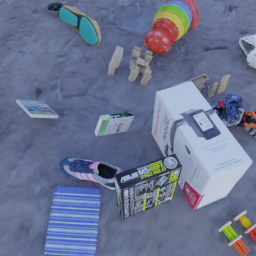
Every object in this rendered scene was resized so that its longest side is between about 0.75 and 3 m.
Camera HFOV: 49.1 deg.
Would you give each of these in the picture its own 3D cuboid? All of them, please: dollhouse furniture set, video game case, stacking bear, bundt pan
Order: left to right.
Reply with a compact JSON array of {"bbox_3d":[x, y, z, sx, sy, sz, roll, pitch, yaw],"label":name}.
[{"bbox_3d":[-3.039,-0.632,9.423,0.981,0.119,1.078,39,21,30],"label":"video game case"},{"bbox_3d":[-3.476,-5.732,13.548,0.876,0.329,0.876,0,55,0],"label":"bundt pan"},{"bbox_3d":[0.093,-2.389,10.946,1.526,0.993,1.402,16,53,-15],"label":"dollhouse furniture set"},{"bbox_3d":[1.698,-4.226,11.784,1.716,1.607,2.826,24,62,17],"label":"stacking bear"},{"bbox_3d":[2.970,-1.804,10.350,0.968,0.829,1.017,-24,57,-16],"label":"dollhouse furniture set"}]

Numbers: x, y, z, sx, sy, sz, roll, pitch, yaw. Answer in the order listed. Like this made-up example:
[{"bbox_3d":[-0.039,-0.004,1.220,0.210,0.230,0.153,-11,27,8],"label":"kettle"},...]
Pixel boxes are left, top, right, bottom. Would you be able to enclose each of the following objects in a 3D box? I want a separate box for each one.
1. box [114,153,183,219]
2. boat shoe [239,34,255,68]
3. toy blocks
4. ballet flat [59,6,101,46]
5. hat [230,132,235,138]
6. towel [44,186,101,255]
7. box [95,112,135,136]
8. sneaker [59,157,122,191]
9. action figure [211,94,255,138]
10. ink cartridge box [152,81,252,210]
[{"bbox_3d":[0.485,1.556,7.182,1.580,1.972,0.436,-19,56,-12],"label":"box"},{"bbox_3d":[5.139,-2.705,10.972,0.973,0.994,2.807,-5,45,-3],"label":"boat shoe"},{"bbox_3d":[3.074,2.871,7.165,0.998,0.435,1.197,-26,58,-18],"label":"toy blocks"},{"bbox_3d":[-1.893,-4.646,12.396,0.940,1.023,2.981,-23,56,-39],"label":"ballet flat"},{"bbox_3d":[2.885,0.433,8.970,1.066,0.430,1.066,2,44,-2],"label":"hat"},{"bbox_3d":[-1.464,2.479,7.634,1.345,0.221,1.857,3,55,0],"label":"towel"},{"bbox_3d":[-0.430,-0.131,8.855,1.133,0.818,0.206,-10,55,-30],"label":"box"},{"bbox_3d":[-1.077,1.160,8.164,2.053,0.842,0.720,12,55,9],"label":"sneaker"},{"bbox_3d":[3.561,-0.186,8.991,2.220,1.200,2.295,19,31,20],"label":"action figure"},{"bbox_3d":[1.806,0.456,7.890,1.209,2.105,2.899,-18,56,-13],"label":"ink cartridge box"}]
